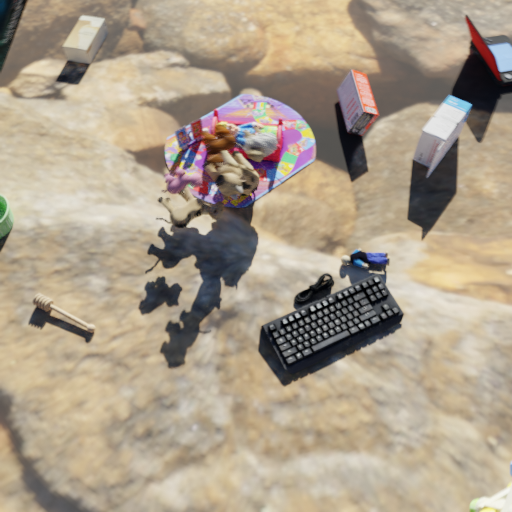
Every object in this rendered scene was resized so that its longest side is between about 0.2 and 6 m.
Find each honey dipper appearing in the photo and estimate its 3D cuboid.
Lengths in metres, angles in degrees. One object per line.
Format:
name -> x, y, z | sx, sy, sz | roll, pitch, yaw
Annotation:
honey dipper -> -3.218, 0.988, 9.447 | 1.194, 0.227, 0.227 | 26, 62, 10

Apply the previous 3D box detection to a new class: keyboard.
keyboard -> 1.216, 0.942, 9.420 | 2.255, 0.289, 1.354 | -22, 61, -14

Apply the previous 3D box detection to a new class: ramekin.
ramekin -> -4.937, -0.700, 10.333 | 0.890, 0.435, 0.890 | 0, 58, 0

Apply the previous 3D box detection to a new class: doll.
doll -> 1.933, 0.061, 9.967 | 0.844, 0.205, 0.576 | -1, 34, 2

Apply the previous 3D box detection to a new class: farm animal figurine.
farm animal figurine -> -0.615, -1.314, 10.163 | 2.006, 2.028, 1.058 | -20, 66, -49

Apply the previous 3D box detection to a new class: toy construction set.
toy construction set -> 2.799, 4.034, 6.870 | 2.936, 1.352, 1.925 | -30, 87, -9

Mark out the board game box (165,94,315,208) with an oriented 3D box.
board game box -> -0.301, -2.361, 11.267 | 3.090, 0.602, 2.441 | -36, 65, -19

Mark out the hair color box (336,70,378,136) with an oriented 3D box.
hair color box -> 2.105, -3.209, 11.729 | 0.385, 0.638, 1.257 | 9, 56, -24

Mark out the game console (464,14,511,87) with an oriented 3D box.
game console -> 5.433, -4.654, 12.490 | 1.351, 0.930, 1.567 | -11, 59, -6

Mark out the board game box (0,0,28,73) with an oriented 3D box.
board game box -> -6.272, -4.253, 11.626 | 2.157, 0.449, 3.189 | 20, 90, 10

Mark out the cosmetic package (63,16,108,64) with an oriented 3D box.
cosmetic package -> -3.961, -5.030, 13.026 | 0.607, 0.410, 1.154 | 10, 59, 6

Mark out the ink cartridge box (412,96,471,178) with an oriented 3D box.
ink cartridge box -> 3.609, -2.359, 11.107 | 0.497, 0.864, 1.491 | 32, 64, 18
